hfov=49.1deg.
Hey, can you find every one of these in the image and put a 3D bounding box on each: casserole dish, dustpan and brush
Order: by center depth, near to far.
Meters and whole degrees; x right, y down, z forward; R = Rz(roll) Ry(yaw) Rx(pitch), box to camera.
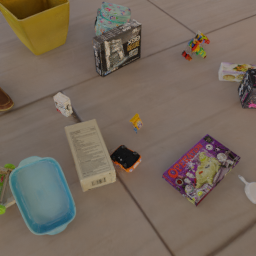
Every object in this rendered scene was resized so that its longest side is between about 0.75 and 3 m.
[{"bbox_3d":[-2.355,1.845,7.817,1.400,2.311,0.448,-21,12,-16],"label":"casserole dish"},{"bbox_3d":[3.845,1.837,8.745,0.701,0.287,1.004,-26,62,-17],"label":"dustpan and brush"}]

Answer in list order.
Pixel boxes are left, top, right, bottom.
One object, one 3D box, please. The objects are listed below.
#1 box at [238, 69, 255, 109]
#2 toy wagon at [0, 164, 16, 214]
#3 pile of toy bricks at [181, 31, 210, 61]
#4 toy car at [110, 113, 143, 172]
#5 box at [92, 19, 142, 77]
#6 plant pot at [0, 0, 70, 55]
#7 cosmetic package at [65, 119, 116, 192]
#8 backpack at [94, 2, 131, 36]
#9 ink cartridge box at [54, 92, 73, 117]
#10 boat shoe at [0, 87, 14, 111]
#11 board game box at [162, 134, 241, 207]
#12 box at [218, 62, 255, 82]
[{"bbox_3d":[5.395,-1.451,10.723,1.858,1.228,1.066,2,55,1],"label":"box"},{"bbox_3d":[-3.796,1.773,8.326,2.110,0.418,1.637,17,38,-22],"label":"toy wagon"},{"bbox_3d":[3.207,-3.571,12.757,0.965,1.084,1.954,37,38,-6],"label":"pile of toy bricks"},{"bbox_3d":[0.303,0.570,9.389,1.102,0.748,2.247,6,50,35],"label":"toy car"},{"bbox_3d":[-0.415,-3.395,11.964,2.201,1.736,0.548,-32,58,-24],"label":"box"},{"bbox_3d":[-4.148,-4.859,12.880,2.419,2.134,2.419,-33,59,-24],"label":"plant pot"},{"bbox_3d":[-1.258,0.838,9.172,1.147,0.775,2.181,-15,53,-12],"label":"cosmetic package"},{"bbox_3d":[-0.664,-4.896,13.187,1.783,1.512,2.009,9,48,-11],"label":"backpack"},{"bbox_3d":[-2.442,-0.876,10.549,0.572,0.780,0.323,31,57,22],"label":"ink cartridge box"},{"bbox_3d":[-5.440,-1.430,10.984,2.342,0.791,0.843,32,58,23],"label":"boat shoe"},{"bbox_3d":[2.409,1.287,9.126,2.331,0.376,1.399,-37,56,-25],"label":"board game box"},{"bbox_3d":[5.356,-2.260,11.779,2.950,0.611,0.571,7,53,4],"label":"box"}]
